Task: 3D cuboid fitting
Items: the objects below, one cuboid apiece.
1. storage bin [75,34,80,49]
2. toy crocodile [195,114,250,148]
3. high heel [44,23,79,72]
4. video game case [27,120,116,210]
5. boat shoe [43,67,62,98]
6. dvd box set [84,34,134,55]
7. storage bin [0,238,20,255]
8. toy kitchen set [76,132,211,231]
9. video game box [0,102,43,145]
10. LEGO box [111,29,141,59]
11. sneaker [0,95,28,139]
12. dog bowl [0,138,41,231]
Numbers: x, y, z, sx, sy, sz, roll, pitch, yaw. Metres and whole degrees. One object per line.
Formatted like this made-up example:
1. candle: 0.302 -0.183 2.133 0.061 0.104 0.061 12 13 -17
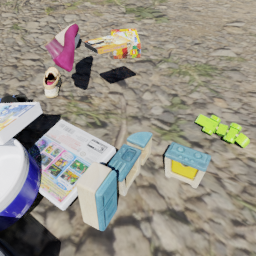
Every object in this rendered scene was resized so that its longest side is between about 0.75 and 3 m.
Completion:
1. storage bin: -2.817 -4.314 13.744 0.732 0.793 1.089 22 41 -17
2. toy crocodile: 3.102 0.069 9.288 1.872 0.578 0.632 27 86 31
3. high heel: -2.011 -2.785 9.641 0.784 1.118 2.326 -23 27 32
4. video game case: -1.865 0.895 7.954 2.339 0.277 2.129 25 60 32
5. boat shoe: -3.066 -2.005 11.339 0.688 0.645 1.865 -7 45 -8
6. dvd box set: -0.612 -2.697 8.938 1.312 0.193 0.960 -22 40 -25
7. storage bin: -2.883 3.040 5.385 2.546 1.710 1.853 29 50 28
8. toy kitchen set: 0.568 1.296 7.156 2.368 1.741 2.956 20 48 20
9. video game box: -3.558 -0.173 7.744 1.640 0.421 1.800 -2 29 21
10. LEGO box: -0.131 -4.062 13.437 1.296 0.672 1.740 -5 44 -5
11. sneaker: -3.883 -0.232 9.274 1.091 0.982 2.800 -16 45 -5
12. dog bowl: -3.552 1.412 7.187 2.423 0.954 2.423 -9 50 11
